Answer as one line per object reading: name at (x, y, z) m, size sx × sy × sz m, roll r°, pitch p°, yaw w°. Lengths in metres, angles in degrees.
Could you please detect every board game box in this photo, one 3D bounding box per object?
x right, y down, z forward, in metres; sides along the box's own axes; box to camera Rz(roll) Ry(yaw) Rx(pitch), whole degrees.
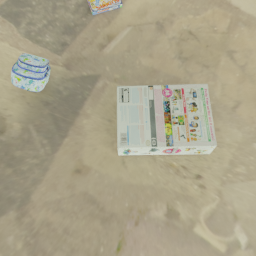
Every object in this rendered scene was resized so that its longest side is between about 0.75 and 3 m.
board game box at (0.959, -0.220, 7.574) m, size 2.495 × 0.802 × 1.840 m, roll -1°, pitch 67°, yaw 1°
board game box at (-0.818, -4.395, 9.688) m, size 1.089 × 0.188 × 0.737 m, roll -19°, pitch 77°, yaw -7°

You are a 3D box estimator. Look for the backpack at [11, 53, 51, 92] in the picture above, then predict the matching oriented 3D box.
backpack at (-2.736, -1.569, 7.850) m, size 1.001 × 0.804 × 1.094 m, roll 14°, pitch 34°, yaw -12°
